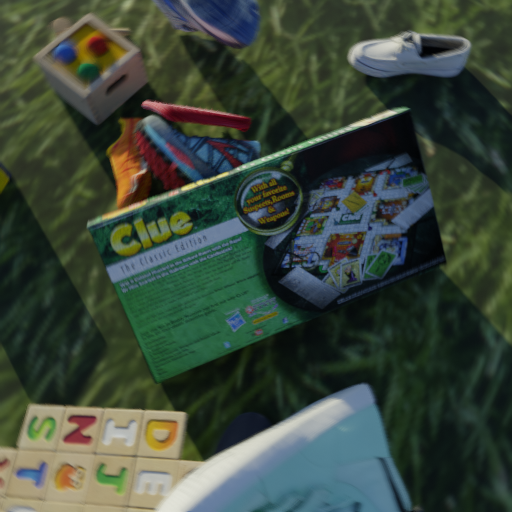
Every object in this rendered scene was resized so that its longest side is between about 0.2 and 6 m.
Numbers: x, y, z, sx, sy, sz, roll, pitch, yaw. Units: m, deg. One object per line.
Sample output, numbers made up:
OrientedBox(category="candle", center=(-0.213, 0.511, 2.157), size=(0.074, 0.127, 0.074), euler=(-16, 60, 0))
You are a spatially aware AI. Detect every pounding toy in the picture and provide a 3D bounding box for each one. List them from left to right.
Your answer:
OrientedBox(category="pounding toy", center=(-2.873, -3.593, 9.596), size=(1.999, 0.915, 1.756), euler=(39, 74, 13))

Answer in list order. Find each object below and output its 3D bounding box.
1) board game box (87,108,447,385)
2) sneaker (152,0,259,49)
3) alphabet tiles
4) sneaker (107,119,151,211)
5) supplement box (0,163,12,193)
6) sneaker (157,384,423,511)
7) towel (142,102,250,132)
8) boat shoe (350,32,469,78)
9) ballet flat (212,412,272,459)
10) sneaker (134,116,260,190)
OrientedBox(category="board game box", center=(0.307, -0.170, 7.809), size=(4.587, 0.538, 2.403), euler=(-21, 109, -8))
OrientedBox(category="sneaker", center=(-1.017, -4.427, 9.672), size=(1.135, 1.255, 2.947), euler=(-40, 72, -13))
OrientedBox(category="alphabet tiles", center=(-2.127, 3.313, 6.761), size=(3.496, 0.111, 2.909), euler=(-2, 61, 15))
OrientedBox(category="sneaker", center=(-2.033, -1.389, 8.914), size=(0.718, 0.679, 1.861), euler=(1, 58, -2))
OrientedBox(category="supplement box", center=(-4.511, -1.039, 8.745), size=(0.644, 0.640, 1.176), euler=(21, 70, 8))
OrientedBox(category="sneaker", center=(0.579, 2.869, 6.269), size=(3.323, 1.223, 1.960), euler=(-13, 74, -41))
OrientedBox(category="towel", center=(-0.967, -2.142, 8.516), size=(1.324, 1.831, 0.206), euler=(4, 105, -21))
OrientedBox(category="boat shoe", center=(2.660, -3.531, 9.706), size=(1.992, 0.655, 0.717), euler=(7, 69, 3))
OrientedBox(category="ballet flat", center=(-0.337, 3.273, 6.910), size=(0.997, 0.997, 2.730), euler=(16, 69, 6))
OrientedBox(category="sneaker", center=(-0.532, -1.283, 8.378), size=(2.710, 1.075, 1.294), euler=(36, 72, -17))
